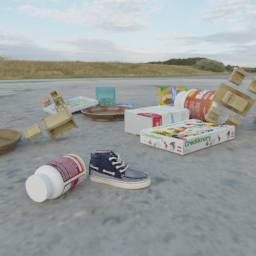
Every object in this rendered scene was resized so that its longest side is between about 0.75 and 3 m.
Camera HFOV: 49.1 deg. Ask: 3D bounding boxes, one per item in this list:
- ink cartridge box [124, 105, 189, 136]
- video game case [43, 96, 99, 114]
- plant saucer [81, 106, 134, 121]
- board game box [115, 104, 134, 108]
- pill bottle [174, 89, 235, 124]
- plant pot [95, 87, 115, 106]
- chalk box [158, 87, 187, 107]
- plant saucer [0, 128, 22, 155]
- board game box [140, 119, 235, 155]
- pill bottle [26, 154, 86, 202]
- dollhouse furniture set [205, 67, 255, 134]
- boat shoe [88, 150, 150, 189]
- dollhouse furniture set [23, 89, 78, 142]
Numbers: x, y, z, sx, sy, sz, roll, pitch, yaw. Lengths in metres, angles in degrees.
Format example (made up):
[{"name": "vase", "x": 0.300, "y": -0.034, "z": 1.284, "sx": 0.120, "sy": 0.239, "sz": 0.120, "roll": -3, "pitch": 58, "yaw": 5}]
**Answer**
[{"name": "ink cartridge box", "x": 1.161, "y": -0.288, "z": 11.058, "sx": 2.136, "sy": 0.885, "sz": 1.557, "roll": -11, "pitch": 17, "yaw": -39}, {"name": "video game case", "x": -3.222, "y": -1.259, "z": 15.638, "sx": 2.450, "sy": 0.270, "sz": 2.230, "roll": -22, "pitch": 23, "yaw": -30}, {"name": "plant saucer", "x": -0.985, "y": -0.730, "z": 14.022, "sx": 2.694, "sy": 0.432, "sz": 2.694, "roll": 1, "pitch": 13, "yaw": 0}, {"name": "board game box", "x": -0.219, "y": -1.155, "z": 16.078, "sx": 1.063, "sy": 0.314, "sz": 1.398, "roll": 1, "pitch": 13, "yaw": 3}, {"name": "pill bottle", "x": 3.422, "y": -1.011, "z": 12.863, "sx": 1.491, "sy": 1.491, "sz": 2.658, "roll": -8, "pitch": 16, "yaw": -32}, {"name": "plant pot", "x": -1.292, "y": -1.639, "z": 16.404, "sx": 1.203, "sy": 1.202, "sz": 1.702, "roll": -1, "pitch": 20, "yaw": -7}, {"name": "chalk box", "x": 2.856, "y": -1.815, "z": 16.771, "sx": 2.028, "sy": 1.257, "sz": 1.266, "roll": 1, "pitch": 9, "yaw": -1}, {"name": "plant saucer", "x": -4.795, "y": 0.495, "z": 8.792, "sx": 2.769, "sy": 0.408, "sz": 2.769, "roll": 1, "pitch": 13, "yaw": 0}, {"name": "board game box", "x": 2.103, "y": 0.221, "z": 9.698, "sx": 2.902, "sy": 0.502, "sz": 1.832, "roll": -11, "pitch": 16, "yaw": -40}, {"name": "pill bottle", "x": -1.477, "y": 1.029, "z": 5.832, "sx": 0.698, "sy": 0.698, "sz": 1.236, "roll": 6, "pitch": 14, "yaw": 24}, {"name": "dollhouse furniture set", "x": 4.642, "y": -0.903, "z": 11.097, "sx": 2.543, "sy": 2.229, "sz": 1.689, "roll": 28, "pitch": 19, "yaw": 5}, {"name": "boat shoe", "x": -0.227, "y": 0.907, "z": 6.345, "sx": 1.502, "sy": 0.697, "sz": 0.561, "roll": 4, "pitch": 14, "yaw": 18}, {"name": "dollhouse furniture set", "x": -2.848, "y": -0.310, "z": 9.865, "sx": 1.643, "sy": 0.914, "sz": 1.453, "roll": -28, "pitch": 59, "yaw": -10}]
